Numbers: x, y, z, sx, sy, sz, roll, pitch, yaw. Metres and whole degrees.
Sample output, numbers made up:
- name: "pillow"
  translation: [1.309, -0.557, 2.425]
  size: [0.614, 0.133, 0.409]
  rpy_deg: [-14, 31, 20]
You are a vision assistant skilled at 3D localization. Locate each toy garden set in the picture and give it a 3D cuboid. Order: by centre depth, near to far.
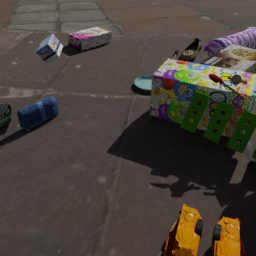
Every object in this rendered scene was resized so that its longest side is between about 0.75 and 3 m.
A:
- name: "toy garden set"
  translation: [2.859, -0.472, 7.244]
  size: [2.365, 1.972, 0.472]
  rpy_deg: [25, 14, 15]

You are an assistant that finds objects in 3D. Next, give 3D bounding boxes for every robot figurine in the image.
- name: "robot figurine"
  translation: [1.234, 2.347, 4.606]
  size: [1.612, 0.647, 2.223]
  rpy_deg: [12, 37, 16]

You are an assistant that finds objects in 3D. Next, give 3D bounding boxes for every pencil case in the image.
- name: "pencil case"
  translation: [4.735, -3.694, 12.346]
  size: [2.752, 1.155, 1.177]
  rpy_deg: [-24, 52, -29]

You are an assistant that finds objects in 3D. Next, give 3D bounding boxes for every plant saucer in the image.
- name: "plant saucer"
  translation: [0.830, -1.650, 10.435]
  size: [1.188, 0.163, 1.188]
  rpy_deg: [-1, 37, 0]

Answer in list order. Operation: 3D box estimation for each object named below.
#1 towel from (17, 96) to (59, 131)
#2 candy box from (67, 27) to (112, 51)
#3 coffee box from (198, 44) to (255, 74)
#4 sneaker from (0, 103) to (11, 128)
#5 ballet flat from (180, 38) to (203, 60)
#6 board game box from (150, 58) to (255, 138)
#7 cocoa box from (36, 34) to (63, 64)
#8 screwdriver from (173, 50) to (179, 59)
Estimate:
- name: "towel"
  translation: [-2.651, -0.455, 8.361]
  size: [0.300, 0.690, 1.236]
  rpy_deg: [30, 45, 34]
- name: "candy box"
  translation: [-1.894, -4.470, 13.913]
  size: [1.836, 0.560, 1.252]
  rpy_deg: [-27, 44, -32]
- name: "coffee box"
  translation: [3.793, -2.096, 10.278]
  size: [1.480, 1.045, 2.618]
  rpy_deg: [29, 45, 33]
- name: "sneaker"
  translation: [-4.531, -0.303, 7.890]
  size: [2.387, 1.017, 0.931]
  rpy_deg: [-17, 40, -23]
- name: "ballet flat"
  translation: [2.963, -3.644, 12.835]
  size: [0.743, 0.511, 2.204]
  rpy_deg: [18, 40, 22]
- name: "board game box"
  translation: [2.248, -0.948, 8.389]
  size: [2.818, 1.452, 1.478]
  rpy_deg: [16, 39, 21]
- name: "cocoa box"
  translation: [-2.494, -2.520, 8.931]
  size: [0.531, 0.522, 0.796]
  rpy_deg: [-25, 37, 20]
- name: "screwdriver"
  translation: [2.149, -3.257, 12.622]
  size: [0.180, 0.173, 1.238]
  rpy_deg: [32, 39, -9]
